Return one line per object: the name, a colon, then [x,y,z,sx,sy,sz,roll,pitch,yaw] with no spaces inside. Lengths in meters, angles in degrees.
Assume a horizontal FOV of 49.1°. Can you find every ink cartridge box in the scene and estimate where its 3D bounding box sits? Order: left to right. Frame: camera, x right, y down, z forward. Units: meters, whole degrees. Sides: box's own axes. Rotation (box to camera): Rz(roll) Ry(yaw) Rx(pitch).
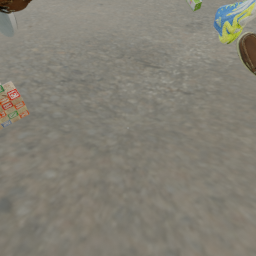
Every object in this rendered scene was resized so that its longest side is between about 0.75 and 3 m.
ink cartridge box: [2.413,-4.771,10.145,0.316,0.834,0.616,-26,74,-2]

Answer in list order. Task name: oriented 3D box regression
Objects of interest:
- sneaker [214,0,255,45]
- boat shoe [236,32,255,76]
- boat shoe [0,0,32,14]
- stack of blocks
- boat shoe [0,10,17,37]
sneaker: [3.202,-3.461,8.405,0.763,2.015,1.059,-31,79,-27]
boat shoe: [2.357,-1.023,4.699,0.511,1.383,0.512,-41,17,9]
boat shoe: [-1.923,-2.255,4.453,0.943,0.891,2.622,30,46,2]
stack of blocks: [-2.800,-0.593,6.022,0.907,1.575,0.461,-32,74,-17]
boat shoe: [-4.251,-4.377,9.191,1.004,2.731,0.912,11,54,16]
